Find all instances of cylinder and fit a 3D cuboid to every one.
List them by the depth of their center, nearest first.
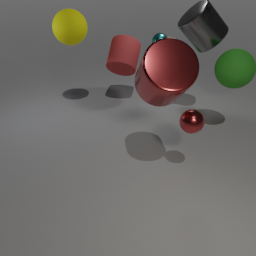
[{"bbox_3d":[0.957,-1.399,7.335,1.400,1.400,1.400,-4,-10,-8],"label":"cylinder"},{"bbox_3d":[2.866,-3.886,10.742,1.400,1.400,1.400,-39,25,22],"label":"cylinder"},{"bbox_3d":[-0.206,-3.348,13.021,1.400,1.400,1.400,11,-13,3],"label":"cylinder"}]

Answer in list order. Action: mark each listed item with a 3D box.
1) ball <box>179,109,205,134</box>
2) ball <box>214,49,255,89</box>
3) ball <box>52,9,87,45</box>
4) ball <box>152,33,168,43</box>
[{"bbox_3d":[1.814,-0.184,7.947,0.700,0.700,0.700,0,29,0],"label":"ball"},{"bbox_3d":[3.828,-2.119,10.033,1.400,1.400,1.400,0,29,0],"label":"ball"},{"bbox_3d":[-2.357,-4.092,11.377,1.400,1.400,1.400,0,29,0],"label":"ball"},{"bbox_3d":[1.337,-3.591,11.644,0.700,0.700,0.700,0,29,0],"label":"ball"}]
